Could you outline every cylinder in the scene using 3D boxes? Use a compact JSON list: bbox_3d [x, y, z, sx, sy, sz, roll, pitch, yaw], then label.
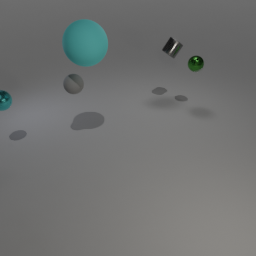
[{"bbox_3d":[1.984,-3.589,12.534,0.700,0.700,0.700,32,17,-11],"label":"cylinder"}]

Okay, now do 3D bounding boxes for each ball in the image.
[{"bbox_3d":[2.963,-2.805,12.236,0.700,0.700,0.700,0,31,0],"label":"ball"},{"bbox_3d":[-1.320,-2.615,8.665,1.400,1.400,1.400,0,31,0],"label":"ball"},{"bbox_3d":[-1.871,-1.513,9.634,0.700,0.700,0.700,0,31,0],"label":"ball"},{"bbox_3d":[-4.231,-0.917,9.332,0.700,0.700,0.700,0,31,0],"label":"ball"}]
